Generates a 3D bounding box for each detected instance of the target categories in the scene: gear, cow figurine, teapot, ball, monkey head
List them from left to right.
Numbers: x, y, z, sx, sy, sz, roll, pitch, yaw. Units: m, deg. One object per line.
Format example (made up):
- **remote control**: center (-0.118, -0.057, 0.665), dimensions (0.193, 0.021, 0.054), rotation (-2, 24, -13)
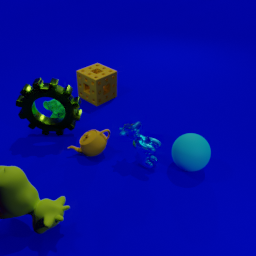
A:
- **cow figurine**: center (-1.892, 1.310, 5.232), dimensions (1.404, 1.427, 0.783), rotation (-5, 26, 15)
- **gear**: center (-2.149, -0.548, 7.693), dimensions (1.711, 1.711, 0.316), rotation (0, 38, 0)
- **monkey head**: center (-2.181, -0.507, 8.762), dimensions (1.164, 0.837, 0.701), rotation (18, -2, -2)
- **teapot**: center (-0.982, 0.370, 7.335), dimensions (1.197, 0.586, 0.745), rotation (-28, 33, 9)
- **cow figurine**: center (0.262, 0.392, 6.965), dimensions (1.068, 1.085, 0.596), rotation (22, 36, 24)
- **ball**: center (1.532, 0.591, 6.818), dimensions (0.923, 0.923, 0.923), rotation (0, 34, 0)

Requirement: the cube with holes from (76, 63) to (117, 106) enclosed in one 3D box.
- **cube with holes**: center (-1.080, -1.542, 9.837), dimensions (0.993, 0.993, 0.993), rotation (29, 44, 32)
